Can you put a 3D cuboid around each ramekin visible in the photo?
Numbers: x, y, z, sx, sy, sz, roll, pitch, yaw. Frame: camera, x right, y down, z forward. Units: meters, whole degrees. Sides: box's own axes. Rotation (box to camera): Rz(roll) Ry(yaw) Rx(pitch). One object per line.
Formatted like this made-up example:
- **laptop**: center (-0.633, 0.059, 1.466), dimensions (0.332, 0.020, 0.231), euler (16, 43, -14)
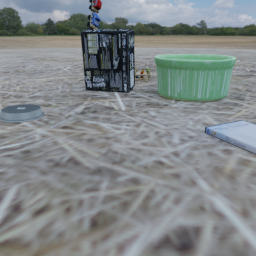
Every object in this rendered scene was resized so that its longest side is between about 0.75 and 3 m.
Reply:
- **ramekin**: center (2.438, -1.952, 10.509), dimensions (2.923, 1.428, 2.923), euler (0, 19, 0)

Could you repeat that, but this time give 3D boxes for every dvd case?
- **dvd case**: center (2.811, 0.199, 6.184), dimensions (1.296, 0.159, 1.817), euler (-10, 21, -27)

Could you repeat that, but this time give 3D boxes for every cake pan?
- **cake pan**: center (-3.031, -0.448, 7.981), dimensions (1.244, 0.228, 1.244), euler (0, 18, 0)

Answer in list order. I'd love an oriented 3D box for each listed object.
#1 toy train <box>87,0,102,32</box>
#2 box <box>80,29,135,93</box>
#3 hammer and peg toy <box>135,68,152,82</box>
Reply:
- **toy train**: center (-0.663, -2.543, 5.799), dimensions (0.273, 1.190, 0.203), euler (-6, -17, 34)
- **box**: center (-0.757, -2.711, 11.273), dimensions (1.917, 2.341, 1.008), euler (4, 25, 14)
- **hammer and peg toy**: center (0.679, -2.717, 14.208), dimensions (1.043, 0.500, 1.418), euler (3, 19, 8)
